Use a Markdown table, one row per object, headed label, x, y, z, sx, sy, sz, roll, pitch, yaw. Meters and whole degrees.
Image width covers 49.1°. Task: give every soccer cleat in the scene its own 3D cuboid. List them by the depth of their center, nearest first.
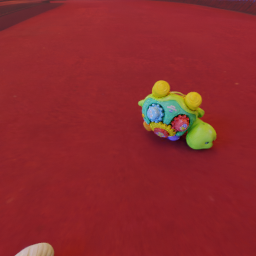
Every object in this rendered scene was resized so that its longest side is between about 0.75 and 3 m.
| label | x | y | z | sx | sy | sz | roll | pitch | yaw |
| --- | --- | --- | --- | --- | --- | --- | --- | --- | --- |
| soccer cleat | -1.315 | 1.806 | 3.084 | 0.551 | 0.492 | 1.420 | -16 | 7 | 39 |

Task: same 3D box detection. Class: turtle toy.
| label | x | y | z | sx | sy | sz | roll | pitch | yaw |
| --- | --- | --- | --- | --- | --- | --- | --- | --- | --- |
| turtle toy | 1.074 | -0.181 | 6.173 | 1.851 | 1.349 | 0.935 | 21 | 71 | 5 |
